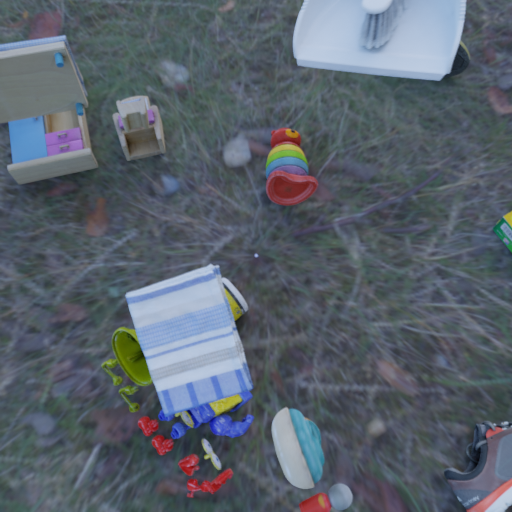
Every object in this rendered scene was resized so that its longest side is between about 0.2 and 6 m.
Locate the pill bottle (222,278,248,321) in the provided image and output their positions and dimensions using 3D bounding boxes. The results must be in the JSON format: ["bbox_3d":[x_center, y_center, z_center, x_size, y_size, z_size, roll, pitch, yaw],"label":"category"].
[{"bbox_3d":[-0.717,0.879,8.142,1.105,0.615,0.615,-38,73,-11],"label":"pill bottle"}]

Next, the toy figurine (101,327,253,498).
[{"bbox_3d":[-0.832,1.873,7.765,1.442,1.269,2.406,-26,71,-40],"label":"toy figurine"}]

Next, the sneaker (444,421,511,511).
[{"bbox_3d":[3.421,2.456,7.415,2.222,0.856,0.910,-36,66,-14],"label":"sneaker"}]

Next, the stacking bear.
[{"bbox_3d":[0.499,-1.535,9.068,0.784,0.735,1.292,8,57,-14],"label":"stacking bear"}]

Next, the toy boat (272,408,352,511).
[{"bbox_3d":[0.582,2.191,5.937,0.573,1.036,1.233,-21,100,-1],"label":"toy boat"}]

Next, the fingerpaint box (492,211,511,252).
[{"bbox_3d":[4.572,-0.256,8.652,1.117,0.491,1.339,-31,72,-11],"label":"fingerpaint box"}]

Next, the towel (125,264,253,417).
[{"bbox_3d":[-0.764,0.979,6.456,1.143,0.185,1.557,-17,93,1],"label":"towel"}]

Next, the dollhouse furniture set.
[{"bbox_3d":[-3.068,-2.823,8.356,2.795,2.961,1.932,-13,70,-5],"label":"dollhouse furniture set"}]

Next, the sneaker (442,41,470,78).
[{"bbox_3d":[2.814,-4.174,10.067,2.492,0.958,1.104,35,61,9],"label":"sneaker"}]

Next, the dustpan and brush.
[{"bbox_3d":[1.399,-2.966,5.585,1.633,0.669,2.339,14,71,22],"label":"dustpan and brush"}]
